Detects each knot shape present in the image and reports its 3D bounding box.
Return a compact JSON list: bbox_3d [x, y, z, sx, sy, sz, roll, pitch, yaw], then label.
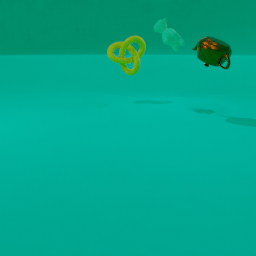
[{"bbox_3d":[-0.128,-3.302,12.491,1.609,1.720,0.795,17,13,3],"label":"knot shape"}]

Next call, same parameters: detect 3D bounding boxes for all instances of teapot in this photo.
[{"bbox_3d":[2.717,-2.460,9.180,1.133,0.892,1.822,-2,39,-32],"label":"teapot"}]

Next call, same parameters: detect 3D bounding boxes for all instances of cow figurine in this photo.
[{"bbox_3d":[1.520,-3.534,10.546,1.195,0.656,1.176,28,32,-33],"label":"cow figurine"}]
